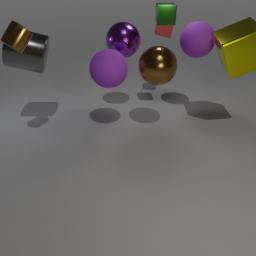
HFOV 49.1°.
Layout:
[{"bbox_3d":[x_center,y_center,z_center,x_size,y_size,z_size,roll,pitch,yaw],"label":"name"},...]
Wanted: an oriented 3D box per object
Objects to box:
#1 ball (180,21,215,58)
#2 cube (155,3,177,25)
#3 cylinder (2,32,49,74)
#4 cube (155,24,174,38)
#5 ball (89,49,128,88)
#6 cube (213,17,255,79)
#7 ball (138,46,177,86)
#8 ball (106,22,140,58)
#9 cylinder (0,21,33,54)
[{"bbox_3d":[2.788,-3.539,11.244,1.400,1.400,1.400,0,29,0],"label":"ball"},{"bbox_3d":[1.413,-4.281,10.512,0.700,0.700,0.700,-1,31,-1],"label":"cube"},{"bbox_3d":[-3.703,-2.827,10.246,1.400,1.400,1.400,10,27,-14],"label":"cylinder"},{"bbox_3d":[1.620,-4.485,12.470,0.700,0.700,0.700,13,26,-3],"label":"cube"},{"bbox_3d":[-0.699,-2.152,10.190,1.400,1.400,1.400,0,29,0],"label":"ball"},{"bbox_3d":[4.035,-2.866,10.045,1.400,1.400,1.400,-19,34,16],"label":"cube"},{"bbox_3d":[1.073,-2.235,10.100,1.400,1.400,1.400,0,29,0],"label":"ball"},{"bbox_3d":[-0.196,-3.543,11.312,1.400,1.400,1.400,0,29,0],"label":"ball"},{"bbox_3d":[-3.329,-2.711,8.390,0.700,0.700,0.700,30,-1,1],"label":"cylinder"}]
